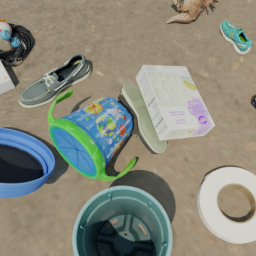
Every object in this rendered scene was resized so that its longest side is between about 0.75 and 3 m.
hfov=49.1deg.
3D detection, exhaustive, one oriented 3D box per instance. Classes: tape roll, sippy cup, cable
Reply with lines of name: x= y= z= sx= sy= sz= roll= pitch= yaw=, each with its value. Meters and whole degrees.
tape roll: x=2.941 y=2.090 z=7.740 sx=2.055 sy=0.376 sz=2.055 roll=0 pitch=63 yaw=1
sippy cup: x=-0.912 y=0.122 z=7.991 sx=1.995 sy=2.541 sz=1.862 roll=12 pitch=46 yaw=43
cable: x=-4.737 y=-3.210 z=10.299 sx=2.294 sy=0.583 sz=1.872 roll=15 pitch=64 yaw=8

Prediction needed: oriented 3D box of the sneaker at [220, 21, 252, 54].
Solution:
sneaker: x=4.063 y=-3.482 z=10.404 sx=0.619 sy=0.636 sz=1.596 roll=-25 pitch=65 yaw=-12

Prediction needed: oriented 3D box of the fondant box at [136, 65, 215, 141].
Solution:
fondant box: x=1.431 y=-0.845 z=8.731 sx=1.711 sy=0.691 sz=2.371 roll=-4 pitch=62 yaw=-27

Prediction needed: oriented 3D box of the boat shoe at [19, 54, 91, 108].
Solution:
boat shoe: x=-2.498 y=-1.649 z=9.367 sx=2.681 sy=0.828 sz=0.976 roll=-32 pitch=68 yaw=-15

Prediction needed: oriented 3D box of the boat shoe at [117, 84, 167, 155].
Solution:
boat shoe: x=0.393 y=-0.200 z=8.718 sx=0.875 sy=0.739 sz=2.456 roll=-8 pitch=63 yaw=-37

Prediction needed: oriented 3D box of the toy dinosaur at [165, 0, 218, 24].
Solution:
toy dinosaur: x=2.585 y=-4.790 z=10.927 sx=2.440 sy=1.654 sz=1.047 roll=-55 pitch=39 yaw=2

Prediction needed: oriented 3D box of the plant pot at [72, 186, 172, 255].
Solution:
plant pot: x=-0.095 y=2.613 z=6.575 sx=2.033 sy=1.991 sz=2.033 roll=-1 pitch=63 yaw=1

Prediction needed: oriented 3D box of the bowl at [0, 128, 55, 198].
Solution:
bowl: x=-3.326 y=0.846 z=7.388 sx=2.694 sy=2.694 sz=0.529 roll=26 pitch=110 yaw=13

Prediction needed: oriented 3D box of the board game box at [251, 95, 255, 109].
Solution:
board game box: x=5.307 y=-0.506 z=8.939 sx=1.704 sy=0.584 sz=2.061 roll=-23 pitch=66 yaw=-13

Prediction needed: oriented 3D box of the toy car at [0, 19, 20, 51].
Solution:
toy car: x=-4.543 y=-3.448 z=10.036 sx=1.039 sy=0.997 sz=1.127 roll=-9 pitch=75 yaw=16

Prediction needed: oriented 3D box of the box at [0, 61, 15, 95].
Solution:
box: x=-4.408 y=-1.728 z=9.602 sx=0.616 sy=0.483 sz=0.990 roll=-29 pitch=66 yaw=-14
